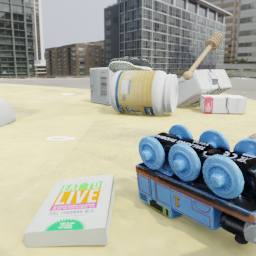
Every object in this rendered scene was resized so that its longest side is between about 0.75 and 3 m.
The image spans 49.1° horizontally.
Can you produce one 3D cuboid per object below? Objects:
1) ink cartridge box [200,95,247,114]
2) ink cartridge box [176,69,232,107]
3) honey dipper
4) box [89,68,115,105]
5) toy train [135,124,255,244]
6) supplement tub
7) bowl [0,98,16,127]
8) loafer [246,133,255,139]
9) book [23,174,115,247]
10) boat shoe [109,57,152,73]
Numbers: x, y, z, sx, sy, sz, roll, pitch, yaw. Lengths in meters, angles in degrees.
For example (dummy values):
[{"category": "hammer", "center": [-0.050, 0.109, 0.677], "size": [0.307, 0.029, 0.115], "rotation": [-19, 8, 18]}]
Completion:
[{"category": "ink cartridge box", "center": [3.707, -0.947, 11.019], "size": [1.560, 0.661, 1.136], "rotation": [0, 12, 8]}, {"category": "ink cartridge box", "center": [3.154, -1.775, 12.458], "size": [2.347, 1.008, 1.719], "rotation": [-12, -15, -40]}, {"category": "honey dipper", "center": [2.708, -2.637, 10.256], "size": [0.507, 0.507, 2.670], "rotation": [11, 50, 42]}, {"category": "box", "center": [-0.836, -2.083, 13.724], "size": [1.481, 1.720, 1.729], "rotation": [-10, 16, -38]}, {"category": "toy train", "center": [0.802, 0.578, 3.117], "size": [0.775, 1.021, 1.787], "rotation": [-20, 21, -34]}, {"category": "supplement tub", "center": [0.620, -1.303, 10.373], "size": [2.242, 1.622, 1.622], "rotation": [5, 13, 20]}, {"category": "bowl", "center": [-4.914, -0.484, 8.500], "size": [2.294, 0.857, 2.297], "rotation": [1, 14, 9]}, {"category": "loafer", "center": [2.997, 0.217, 6.577], "size": [0.843, 0.265, 0.303], "rotation": [-11, 16, -41]}, {"category": "book", "center": [-0.598, 0.945, 3.324], "size": [0.819, 0.295, 1.226], "rotation": [-3, 14, 2]}, {"category": "boat shoe", "center": [0.071, -2.479, 11.064], "size": [2.001, 0.604, 0.757], "rotation": [5, -28, -39]}]
